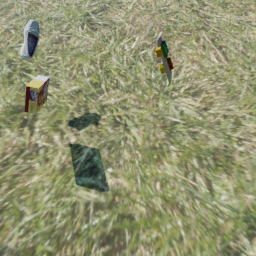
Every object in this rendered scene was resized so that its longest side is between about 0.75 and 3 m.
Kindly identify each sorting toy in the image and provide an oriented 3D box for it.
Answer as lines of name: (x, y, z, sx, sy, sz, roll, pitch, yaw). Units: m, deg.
sorting toy: (0.640, -1.148, 4.723, 0.151, 0.842, 1.131, -11, 22, 15)

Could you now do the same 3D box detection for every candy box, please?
candy box: (-2.370, -0.904, 7.340, 0.338, 0.699, 1.198, 11, 22, -5)

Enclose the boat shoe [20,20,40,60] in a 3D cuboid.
boat shoe: (-2.915, -2.683, 8.507, 0.410, 0.471, 1.278, 4, 77, 42)
